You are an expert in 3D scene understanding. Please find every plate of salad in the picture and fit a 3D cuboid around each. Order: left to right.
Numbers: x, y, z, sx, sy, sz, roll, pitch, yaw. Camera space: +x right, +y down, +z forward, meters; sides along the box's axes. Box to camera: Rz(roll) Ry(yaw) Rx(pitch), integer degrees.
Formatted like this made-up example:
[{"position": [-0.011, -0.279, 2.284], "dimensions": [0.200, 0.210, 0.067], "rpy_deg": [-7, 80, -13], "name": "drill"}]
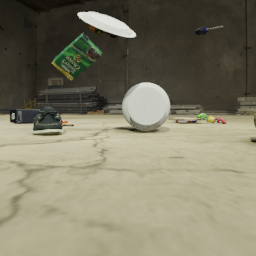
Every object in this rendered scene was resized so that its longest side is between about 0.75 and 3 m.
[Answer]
[{"position": [-0.590, -2.791, 7.763], "dimensions": [1.684, 0.404, 1.684], "rpy_deg": [17, 29, -10], "name": "plate of salad"}]

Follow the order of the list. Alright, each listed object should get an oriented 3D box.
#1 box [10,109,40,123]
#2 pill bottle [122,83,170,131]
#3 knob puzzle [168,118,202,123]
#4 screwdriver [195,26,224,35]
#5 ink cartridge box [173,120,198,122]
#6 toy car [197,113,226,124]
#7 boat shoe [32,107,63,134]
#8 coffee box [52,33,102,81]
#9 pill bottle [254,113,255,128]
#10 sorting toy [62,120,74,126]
[{"position": [-5.377, -0.613, 14.626], "dimensions": [1.195, 0.742, 1.205], "rpy_deg": [-3, 4, -39], "name": "box"}, {"position": [0.584, -0.688, 9.304], "dimensions": [1.521, 1.521, 2.741], "rpy_deg": [0, 3, 2], "name": "pill bottle"}, {"position": [3.278, -0.392, 15.023], "dimensions": [1.875, 0.260, 1.875], "rpy_deg": [0, 3, 0], "name": "knob puzzle"}, {"position": [2.427, -2.920, 8.258], "dimensions": [0.262, 0.251, 1.798], "rpy_deg": [-22, 17, -7], "name": "screwdriver"}, {"position": [3.472, -0.476, 16.331], "dimensions": [1.561, 0.289, 0.739], "rpy_deg": [0, 2, 37], "name": "ink cartridge box"}, {"position": [4.113, -0.509, 14.211], "dimensions": [1.317, 0.312, 1.399], "rpy_deg": [14, -1, -15], "name": "toy car"}, {"position": [-2.350, -0.240, 8.225], "dimensions": [0.861, 0.764, 2.304], "rpy_deg": [-1, 4, -13], "name": "boat shoe"}, {"position": [-2.157, -2.950, 11.811], "dimensions": [1.910, 0.420, 1.174], "rpy_deg": [-31, -56, 27], "name": "coffee box"}, {"position": [3.002, -0.135, 5.522], "dimensions": [0.894, 0.894, 1.585], "rpy_deg": [1, 4, 21], "name": "pill bottle"}, {"position": [-2.945, -0.205, 11.993], "dimensions": [1.245, 0.248, 1.684], "rpy_deg": [-1, 3, -13], "name": "sorting toy"}]
